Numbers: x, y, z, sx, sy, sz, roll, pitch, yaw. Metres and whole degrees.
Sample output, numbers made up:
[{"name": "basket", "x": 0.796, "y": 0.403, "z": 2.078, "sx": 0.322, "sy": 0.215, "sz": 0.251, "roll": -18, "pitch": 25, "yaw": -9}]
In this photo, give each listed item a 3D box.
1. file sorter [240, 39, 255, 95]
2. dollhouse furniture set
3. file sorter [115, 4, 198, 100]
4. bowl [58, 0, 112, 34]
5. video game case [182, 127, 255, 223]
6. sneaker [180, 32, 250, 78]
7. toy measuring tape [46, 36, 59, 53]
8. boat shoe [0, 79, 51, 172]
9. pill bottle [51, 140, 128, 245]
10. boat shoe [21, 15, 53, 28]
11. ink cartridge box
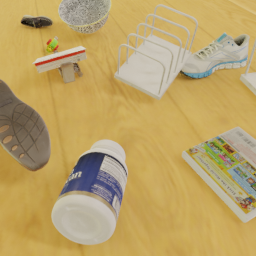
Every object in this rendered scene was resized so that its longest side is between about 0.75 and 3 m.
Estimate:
[{"name": "file sorter", "x": 5.475, "y": -1.900, "z": 8.564, "sx": 2.910, "sy": 1.812, "sz": 2.019, "roll": -9, "pitch": 43, "yaw": -10}, {"name": "dollhouse furniture set", "x": -2.118, "y": -2.249, "z": 9.818, "sx": 0.734, "sy": 0.627, "sz": 1.416, "roll": -18, "pitch": 45, "yaw": -19}, {"name": "file sorter", "x": 0.893, "y": -2.406, "z": 8.621, "sx": 1.625, "sy": 1.458, "sz": 2.342, "roll": 29, "pitch": 61, "yaw": 14}, {"name": "bowl", "x": -1.770, "y": -4.839, "z": 12.139, "sx": 2.277, "sy": 1.069, "sz": 2.277, "roll": -2, "pitch": 63, "yaw": 5}, {"name": "video game case", "x": 2.655, "y": 0.943, "z": 6.596, "sx": 1.903, "sy": 0.239, "sz": 2.091, "roll": -21, "pitch": 47, "yaw": -21}, {"name": "sneaker", "x": 2.997, "y": -2.664, "z": 9.811, "sx": 2.951, "sy": 1.279, "sz": 1.106, "roll": -19, "pitch": 47, "yaw": -18}, {"name": "toy measuring tape", "x": -2.948, "y": -3.460, "z": 11.255, "sx": 0.491, "sy": 0.491, "sz": 1.334, "roll": 4, "pitch": 42, "yaw": 4}, {"name": "boat shoe", "x": -2.693, "y": -0.036, "z": 6.628, "sx": 1.076, "sy": 1.020, "sz": 2.841, "roll": -27, "pitch": 60, "yaw": -28}, {"name": "pill bottle", "x": -0.626, "y": 1.126, "z": 5.603, "sx": 1.137, "sy": 1.137, "sz": 2.048, "roll": 6, "pitch": 31, "yaw": 7}, {"name": "boat shoe", "x": -4.154, "y": -4.789, "z": 12.727, "sx": 1.506, "sy": 0.542, "sz": 0.488, "roll": 11, "pitch": 55, "yaw": 8}, {"name": "ink cartridge box", "x": -2.161, "y": -2.178, "z": 9.071, "sx": 1.678, "sy": 0.589, "sz": 2.065, "roll": -19, "pitch": 25, "yaw": -8}]
